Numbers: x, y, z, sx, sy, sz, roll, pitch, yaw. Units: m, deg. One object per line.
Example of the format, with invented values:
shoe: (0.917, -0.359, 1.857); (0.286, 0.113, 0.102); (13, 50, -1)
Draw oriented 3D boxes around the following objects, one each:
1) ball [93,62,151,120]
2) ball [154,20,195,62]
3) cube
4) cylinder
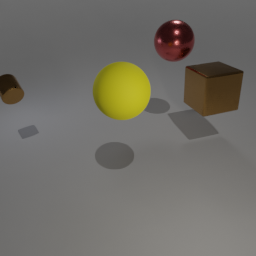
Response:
ball: (-0.153, -0.890, 6.786); (1.400, 1.400, 1.400); (0, 33, 0)
ball: (1.600, -3.012, 9.717); (1.400, 1.400, 1.400); (0, 33, 0)
cube: (2.902, -1.393, 9.730); (1.400, 1.400, 1.400); (-11, 29, -15)
cylinder: (-3.754, -1.225, 8.864); (0.700, 0.700, 0.700); (-22, 62, -30)
